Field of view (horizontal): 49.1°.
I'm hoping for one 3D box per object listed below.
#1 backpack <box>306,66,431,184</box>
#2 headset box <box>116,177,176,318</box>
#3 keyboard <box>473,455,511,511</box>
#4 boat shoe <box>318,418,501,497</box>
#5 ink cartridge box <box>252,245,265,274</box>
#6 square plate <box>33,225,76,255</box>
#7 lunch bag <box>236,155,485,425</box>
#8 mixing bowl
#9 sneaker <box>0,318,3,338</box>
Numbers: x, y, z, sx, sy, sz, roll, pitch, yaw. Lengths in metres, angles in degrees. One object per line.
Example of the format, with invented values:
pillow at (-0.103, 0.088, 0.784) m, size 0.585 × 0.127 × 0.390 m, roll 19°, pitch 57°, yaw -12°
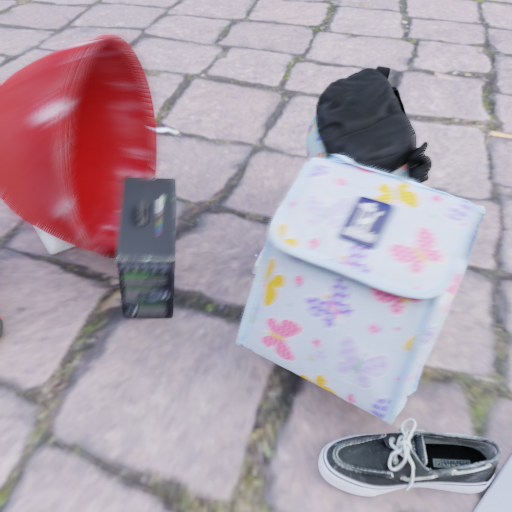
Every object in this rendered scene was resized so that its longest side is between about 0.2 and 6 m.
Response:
backpack at (1.708, -1.288, 8.969) m, size 1.700 × 2.686 × 2.242 m, roll -9°, pitch 53°, yaw 7°
headset box at (-1.584, -0.128, 8.245) m, size 0.788 × 1.699 × 1.479 m, roll 1°, pitch 56°, yaw -9°
keyboard at (3.527, 2.577, 6.713) m, size 0.854 × 0.162 × 3.033 m, roll 29°, pitch 49°, yaw 35°
boat shoe at (1.774, 2.347, 6.514) m, size 2.054 × 0.701 × 0.758 m, roll 5°, pitch 43°, yaw 6°
ink cartridge box at (0.452, 0.160, 9.282) m, size 0.869 × 0.248 × 0.706 m, roll 24°, pitch 42°, yaw 4°
square plate at (-3.244, -1.054, 10.562) m, size 2.090 × 0.300 × 2.110 m, roll -25°, pitch 48°, yaw -25°
lunch bag at (1.270, 0.277, 7.095) m, size 2.316 × 2.731 × 1.736 m, roll 25°, pitch 15°, yaw 23°
mixing bowl at (-2.998, -1.717, 8.855) m, size 1.838 × 3.394 × 3.394 m, roll 5°, pitch 42°, yaw 9°
sneaker at (-4.604, 0.229, 8.341) m, size 0.853 × 1.369 × 2.554 m, roll -23°, pitch 47°, yaw -24°
